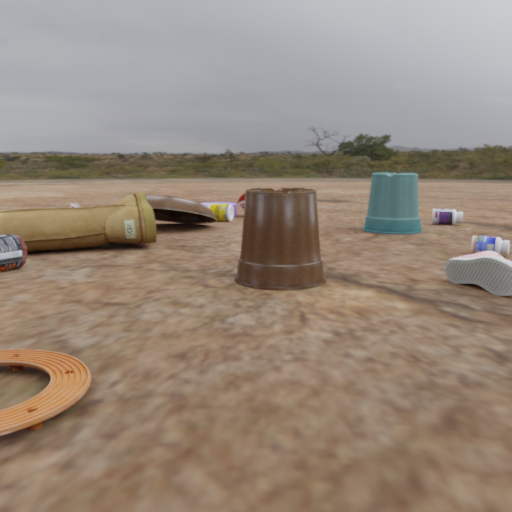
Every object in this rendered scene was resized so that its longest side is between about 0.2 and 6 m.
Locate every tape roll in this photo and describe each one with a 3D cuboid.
[{"bbox_3d":[-1.194,-1.373,16.821,1.207,0.396,1.207,0,11,0],"label":"tape roll"}]

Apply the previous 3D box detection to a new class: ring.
[{"bbox_3d":[-2.016,0.998,3.998,1.612,0.155,1.612,-1,10,0],"label":"ring"}]

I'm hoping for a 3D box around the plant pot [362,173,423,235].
[{"bbox_3d":[3.291,-1.283,13.413,1.427,1.398,1.427,1,9,0],"label":"plant pot"}]

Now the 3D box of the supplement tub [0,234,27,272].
[{"bbox_3d":[-4.089,-0.002,8.504,0.567,0.567,1.061,7,12,33],"label":"supplement tub"}]

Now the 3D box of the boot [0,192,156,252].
[{"bbox_3d":[-3.672,-0.681,11.208,3.048,1.008,2.669,-6,8,-16],"label":"boot"}]

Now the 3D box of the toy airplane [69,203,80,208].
[{"bbox_3d":[-4.223,-0.881,13.458,0.828,0.587,0.832,31,-4,4],"label":"toy airplane"}]

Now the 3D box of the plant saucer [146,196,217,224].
[{"bbox_3d":[-2.138,-1.142,13.912,2.345,0.376,2.345,4,-4,0],"label":"plant saucer"}]

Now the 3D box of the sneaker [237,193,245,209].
[{"bbox_3d":[0.091,-1.409,16.436,0.663,0.627,1.719,35,3,-33],"label":"sneaker"}]

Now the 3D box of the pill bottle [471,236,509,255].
[{"bbox_3d":[4.221,-0.174,10.100,0.619,0.347,0.347,5,11,27],"label":"pill bottle"}]

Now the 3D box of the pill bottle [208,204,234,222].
[{"bbox_3d":[-1.087,-1.193,15.531,0.861,0.482,0.482,2,10,17],"label":"pill bottle"}]

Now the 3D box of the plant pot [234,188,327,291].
[{"bbox_3d":[0.351,-0.286,7.939,1.335,1.322,1.335,0,11,0],"label":"plant pot"}]

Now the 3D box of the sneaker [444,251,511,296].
[{"bbox_3d":[3.237,0.191,7.526,0.694,0.500,1.328,-9,9,-21],"label":"sneaker"}]

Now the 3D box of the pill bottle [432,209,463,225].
[{"bbox_3d":[5.016,-1.017,14.703,0.755,0.421,0.421,4,11,18],"label":"pill bottle"}]
